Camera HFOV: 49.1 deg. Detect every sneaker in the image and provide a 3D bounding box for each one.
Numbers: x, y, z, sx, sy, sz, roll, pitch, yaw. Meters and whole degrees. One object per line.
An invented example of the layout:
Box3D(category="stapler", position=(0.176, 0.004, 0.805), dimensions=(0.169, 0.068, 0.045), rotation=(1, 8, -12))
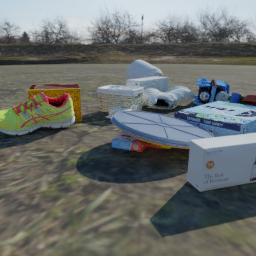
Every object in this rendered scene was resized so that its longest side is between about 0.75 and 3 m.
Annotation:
Box3D(category="sneaker", position=(1.917, -1.244, 12.715), dimensions=(2.650, 0.987, 1.154), rotation=(-10, 34, -21))
Box3D(category="sneaker", position=(-3.015, -0.602, 9.003), dimensions=(2.718, 1.227, 1.062), rotation=(-12, 44, -32))

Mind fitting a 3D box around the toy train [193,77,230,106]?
Box3D(category="toy train", position=(4.053, -1.715, 13.489), dimensions=(1.637, 1.242, 2.865), rotation=(10, 18, 12))

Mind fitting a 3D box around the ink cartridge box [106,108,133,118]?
Box3D(category="ink cartridge box", position=(-0.369, -0.562, 10.943), dimensions=(0.965, 0.325, 0.565), rotation=(9, 21, 27))

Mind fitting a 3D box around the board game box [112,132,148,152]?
Box3D(category="board game box", position=(0.196, 0.326, 8.030), dimensions=(0.898, 0.237, 1.174), rotation=(8, 18, 24))

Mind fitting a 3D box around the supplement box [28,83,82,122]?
Box3D(category="supplement box", position=(-2.803, -1.017, 10.908), dimensions=(1.834, 1.235, 1.859), rotation=(-4, 16, -13))

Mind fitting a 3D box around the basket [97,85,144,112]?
Box3D(category="basket", position=(-0.301, -1.213, 11.909), dimensions=(1.723, 1.063, 1.168), rotation=(7, 18, 27))

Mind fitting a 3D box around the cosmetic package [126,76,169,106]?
Box3D(category="cosmetic package", position=(0.996, -1.844, 13.827), dimensions=(0.861, 1.226, 2.416), rotation=(13, 20, 39))

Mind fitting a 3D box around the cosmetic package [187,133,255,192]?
Box3D(category="cosmetic package", position=(2.344, 0.633, 5.740), dimensions=(2.225, 0.918, 0.563), rotation=(-6, 16, -17))

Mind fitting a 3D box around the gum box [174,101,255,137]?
Box3D(category="gum box", position=(3.374, -0.303, 9.526), dimensions=(2.806, 0.625, 2.384), rotation=(-14, 21, -40))

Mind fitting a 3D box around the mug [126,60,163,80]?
Box3D(category="mug", position=(1.379, -3.304, 18.019), dimensions=(2.366, 1.895, 1.942), rotation=(-19, 32, -34))

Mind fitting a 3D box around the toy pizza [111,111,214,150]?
Box3D(category="toy pizza", position=(0.947, 0.111, 7.835), dimensions=(2.937, 0.465, 2.937), rotation=(10, 15, -3))

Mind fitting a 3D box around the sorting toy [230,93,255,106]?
Box3D(category="sorting toy", position=(4.681, -0.803, 11.216), dimensions=(1.333, 0.911, 2.218), rotation=(14, 3, -4))
